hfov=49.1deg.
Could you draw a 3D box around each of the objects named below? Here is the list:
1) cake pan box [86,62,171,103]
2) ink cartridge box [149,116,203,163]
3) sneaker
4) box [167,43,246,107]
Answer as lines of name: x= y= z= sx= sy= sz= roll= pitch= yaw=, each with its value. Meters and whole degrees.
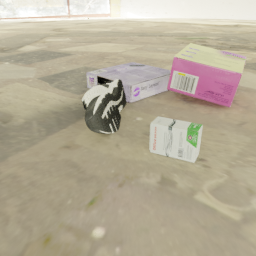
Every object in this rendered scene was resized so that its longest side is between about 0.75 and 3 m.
cake pan box: x=0.126 y=-1.859 z=10.800 sx=2.519 sy=0.715 sz=2.735 roll=21 pitch=32 yaw=40
ink cartridge box: x=1.063 y=0.239 z=6.315 sx=1.077 sy=0.790 sz=0.448 roll=13 pitch=28 yaw=23
sneaker: x=-0.804 y=-0.565 z=7.989 sx=1.175 sy=1.083 sz=2.938 roll=-10 pitch=20 yaw=11
box: x=2.792 y=-1.939 z=9.771 sx=2.148 sy=1.181 sz=2.442 roll=19 pitch=32 yaw=16
